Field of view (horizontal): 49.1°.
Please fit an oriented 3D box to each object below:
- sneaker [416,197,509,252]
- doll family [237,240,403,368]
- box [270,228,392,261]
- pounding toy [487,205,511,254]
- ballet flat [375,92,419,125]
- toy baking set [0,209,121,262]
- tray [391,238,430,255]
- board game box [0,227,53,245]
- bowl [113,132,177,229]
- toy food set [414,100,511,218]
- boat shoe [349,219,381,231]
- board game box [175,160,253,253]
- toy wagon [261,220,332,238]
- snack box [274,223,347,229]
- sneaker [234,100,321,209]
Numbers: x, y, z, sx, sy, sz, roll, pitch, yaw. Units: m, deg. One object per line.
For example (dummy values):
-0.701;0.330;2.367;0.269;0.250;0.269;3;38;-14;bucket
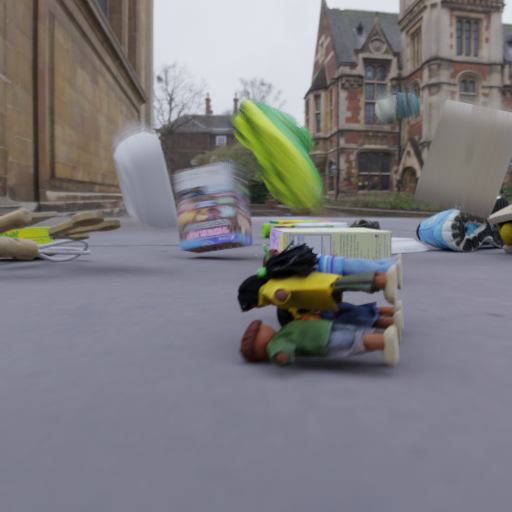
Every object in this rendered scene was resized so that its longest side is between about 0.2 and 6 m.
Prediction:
4.816;-0.736;12.917;3.051;1.196;1.372;-4;3;-40;sneaker
0.443;0.282;4.038;1.147;0.779;1.984;-3;-1;17;doll family
0.941;-0.022;7.460;1.382;0.668;1.216;0;5;-6;box
5.664;-0.293;10.233;1.690;1.696;2.956;-30;3;-14;pounding toy
2.421;-2.683;10.079;0.548;0.548;1.477;-1;4;-8;ballet flat
-3.549;-0.122;8.651;2.507;0.380;3.266;-5;-9;-38;toy baking set
2.364;-0.206;11.801;2.587;0.287;1.389;-4;5;-40;tray
-4.508;-0.217;9.982;1.649;0.393;0.838;-4;-8;-21;board game box
-1.654;-1.056;8.092;0.512;1.371;1.373;-16;19;-19;bowl
3.731;-1.726;9.848;1.332;1.857;0.561;19;6;19;toy food set
2.903;-0.689;15.146;0.730;0.647;1.995;-1;5;-16;boat shoe
-0.783;-0.881;10.415;1.194;1.497;0.725;-7;-8;22;board game box
1.476;-0.777;16.740;2.141;0.546;2.759;-2;5;-18;toy wagon
1.446;-0.571;14.337;1.481;0.552;2.083;2;5;17;snack box
0.554;-1.973;10.064;1.205;1.068;2.884;-5;45;-23;sneaker
